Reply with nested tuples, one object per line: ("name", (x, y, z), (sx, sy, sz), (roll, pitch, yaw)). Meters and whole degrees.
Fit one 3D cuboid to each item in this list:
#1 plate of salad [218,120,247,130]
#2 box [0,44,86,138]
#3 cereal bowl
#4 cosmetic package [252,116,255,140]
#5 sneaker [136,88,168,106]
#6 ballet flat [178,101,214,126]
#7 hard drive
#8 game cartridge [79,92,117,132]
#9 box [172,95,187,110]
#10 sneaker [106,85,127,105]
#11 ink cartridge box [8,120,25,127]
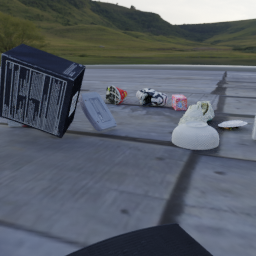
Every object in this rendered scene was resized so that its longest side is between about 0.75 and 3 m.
("plate of salad", (3.287, -0.082, 8.798), (0.868, 0.208, 0.868), (-8, 8, 1))
("box", (-2.362, -1.021, 7.691), (1.881, 1.897, 1.169), (20, 32, -2))
("cereal bowl", (1.787, 0.136, 7.443), (1.249, 0.520, 1.249), (-1, 16, 0))
("cosmetic package", (4.612, 0.003, 7.313), (2.322, 0.860, 1.180), (11, 18, 30))
("sneaker", (0.765, -1.389, 12.506), (1.148, 0.704, 1.765), (-3, 24, -44))
("ballet flat", (2.237, -0.459, 9.149), (0.832, 0.832, 2.318), (9, 18, 28))
("hard drive", (0.097, 1.503, 2.806), (1.706, 0.361, 1.150), (-7, 17, -25))
("game cartridge", (-0.949, -0.503, 8.568), (0.263, 1.299, 0.866), (-39, -14, 34))
("box", (2.163, -1.092, 11.832), (0.478, 0.518, 1.009), (0, 16, -1))
("sneaker", (-0.452, -1.608, 13.191), (0.925, 0.839, 2.178), (1, 15, -15))
("ink cartridge box", (-3.465, -0.459, 9.519), (0.922, 0.529, 1.270), (-2, 16, -9))
